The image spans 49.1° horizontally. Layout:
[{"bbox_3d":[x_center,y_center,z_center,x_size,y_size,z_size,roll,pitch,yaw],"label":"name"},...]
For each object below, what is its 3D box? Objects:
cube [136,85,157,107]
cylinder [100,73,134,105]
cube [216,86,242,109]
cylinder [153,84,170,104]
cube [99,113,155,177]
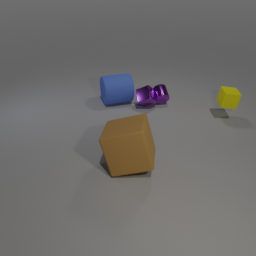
[{"bbox_3d":[0.868,-1.498,13.187,0.700,0.700,0.700,-17,-22,28],"label":"cube"},{"bbox_3d":[-0.551,-1.904,13.669,1.400,1.400,1.400,-9,31,-14],"label":"cylinder"},{"bbox_3d":[4.316,-1.300,12.014,0.700,0.700,0.700,6,34,-5],"label":"cube"},{"bbox_3d":[1.599,-1.650,13.611,0.700,0.700,0.700,-6,58,-10],"label":"cylinder"},{"bbox_3d":[0.040,0.531,9.073,1.400,1.400,1.400,-11,24,13],"label":"cube"}]
